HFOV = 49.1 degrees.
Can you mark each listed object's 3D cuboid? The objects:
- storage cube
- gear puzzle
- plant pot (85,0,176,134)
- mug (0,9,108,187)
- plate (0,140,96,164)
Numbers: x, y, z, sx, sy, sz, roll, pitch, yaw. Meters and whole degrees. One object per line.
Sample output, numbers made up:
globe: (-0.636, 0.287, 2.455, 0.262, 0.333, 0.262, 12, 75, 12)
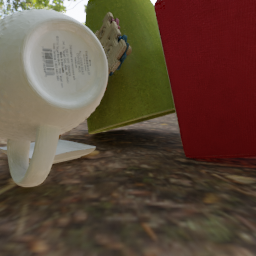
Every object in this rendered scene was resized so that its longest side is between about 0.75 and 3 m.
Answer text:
storage cube: (2.337, -1.058, 4.396, 2.621, 2.916, 2.493, -7, 8, 40)
gear puzzle: (-0.817, -0.674, 5.282, 0.363, 2.770, 1.435, 19, 35, -33)
plant pot: (0.049, -1.600, 6.463, 2.725, 2.912, 2.725, -15, -1, 0)
mug: (-1.067, -0.316, 3.203, 1.436, 1.945, 1.705, 8, -6, -37)
plate: (-1.279, 0.386, 4.511, 1.125, 0.182, 1.128, 6, 10, 42)
